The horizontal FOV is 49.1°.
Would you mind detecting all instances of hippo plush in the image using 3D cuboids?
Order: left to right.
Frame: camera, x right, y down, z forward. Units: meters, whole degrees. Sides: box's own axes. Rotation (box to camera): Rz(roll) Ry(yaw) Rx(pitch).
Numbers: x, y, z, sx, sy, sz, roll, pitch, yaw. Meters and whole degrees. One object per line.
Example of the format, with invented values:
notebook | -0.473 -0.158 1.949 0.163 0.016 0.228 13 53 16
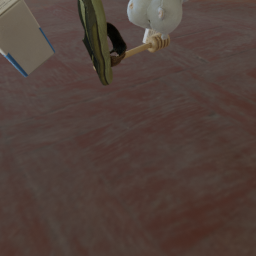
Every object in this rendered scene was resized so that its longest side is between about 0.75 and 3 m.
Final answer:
hippo plush | 0.972 -3.038 6.770 2.190 1.761 1.745 20 -1 18

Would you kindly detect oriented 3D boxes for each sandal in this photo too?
sandal | -0.323 -1.334 4.548 0.653 2.290 0.909 -23 85 -6

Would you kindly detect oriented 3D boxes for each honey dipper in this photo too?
honey dipper | 0.141 -2.252 8.256 2.753 0.523 0.523 -30 46 -30

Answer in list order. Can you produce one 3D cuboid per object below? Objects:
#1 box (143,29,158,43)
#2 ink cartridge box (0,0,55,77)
box | 0.963 -3.867 9.722 0.368 1.900 0.394 10 20 -15
ink cartridge box | -2.970 -2.513 6.274 0.984 1.705 2.350 -44 69 -8
